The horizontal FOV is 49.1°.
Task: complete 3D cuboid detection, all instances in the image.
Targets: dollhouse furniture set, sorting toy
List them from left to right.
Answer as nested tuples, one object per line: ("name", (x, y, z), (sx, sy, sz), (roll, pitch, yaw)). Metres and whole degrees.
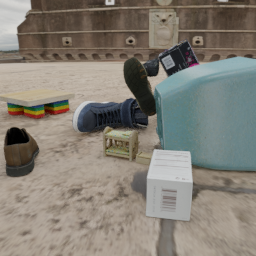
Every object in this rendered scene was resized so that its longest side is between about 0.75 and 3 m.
("sorting toy", (-3.977, -1.079, 12.234), (2.374, 0.831, 2.388), (12, 20, 36))
("dollhouse furniture set", (0.213, 0.327, 7.649), (1.389, 0.772, 1.228), (8, 18, 24))

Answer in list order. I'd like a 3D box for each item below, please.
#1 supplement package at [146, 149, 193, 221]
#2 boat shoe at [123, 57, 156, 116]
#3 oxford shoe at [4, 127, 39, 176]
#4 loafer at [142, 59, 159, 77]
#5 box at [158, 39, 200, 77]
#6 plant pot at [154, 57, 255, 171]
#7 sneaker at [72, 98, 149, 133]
("supplement package", (0.794, 1.017, 5.330), (0.781, 0.778, 1.331), (3, 17, 10))
("boat shoe", (0.405, -1.314, 9.138), (0.741, 1.960, 0.724), (-21, 7, 8))
("oxford shoe", (-2.765, 0.358, 7.280), (0.823, 0.956, 2.265), (-8, 17, -19))
("loafer", (0.785, -2.168, 10.041), (0.646, 0.625, 1.839), (4, 18, 9))
("box", (2.163, -2.290, 10.940), (1.265, 1.914, 1.098), (-26, 13, 19))
("plant pot", (2.050, -0.381, 7.330), (2.595, 2.547, 2.540), (-6, 17, 0))
("sneaker", (-0.411, -0.417, 9.621), (2.009, 1.057, 2.781), (6, 16, 29))
